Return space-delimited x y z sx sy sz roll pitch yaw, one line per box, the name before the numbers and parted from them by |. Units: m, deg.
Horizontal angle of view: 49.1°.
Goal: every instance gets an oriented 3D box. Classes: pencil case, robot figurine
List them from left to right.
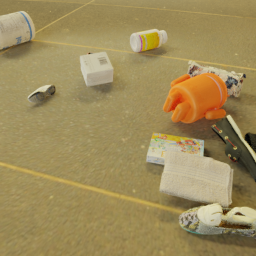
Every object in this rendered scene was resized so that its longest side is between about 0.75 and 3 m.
robot figurine | 2.917 -1.260 11.713 2.981 1.738 2.144 -26 25 -26
pencil case | 4.150 -2.437 13.513 2.744 1.227 1.067 23 45 26

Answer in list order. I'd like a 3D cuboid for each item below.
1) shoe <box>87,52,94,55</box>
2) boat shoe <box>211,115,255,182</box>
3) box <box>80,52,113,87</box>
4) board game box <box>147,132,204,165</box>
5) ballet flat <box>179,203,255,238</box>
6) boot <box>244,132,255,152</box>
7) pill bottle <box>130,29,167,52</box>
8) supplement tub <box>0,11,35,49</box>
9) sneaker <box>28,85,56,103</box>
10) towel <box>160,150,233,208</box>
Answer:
shoe | -1.603 -3.542 15.203 1.704 0.775 0.609 30 48 31
boat shoe | 3.901 0.816 9.855 0.901 1.052 2.877 -32 49 14
box | -1.588 -2.983 14.163 1.393 0.911 1.386 -14 57 -14
board game box | 1.749 0.830 10.213 1.935 0.331 1.301 9 40 10
ballet flat | 2.707 2.481 7.801 2.513 0.904 0.904 4 40 6
boot | 4.994 0.284 10.673 1.189 0.598 1.590 1 40 1
pill bottle | 1.304 -5.414 17.218 2.175 1.134 1.134 -18 43 -21
supplement tub | -7.439 -6.067 17.449 2.781 1.835 1.835 -33 49 -33
sneaker | -4.103 -1.600 13.141 0.649 0.555 1.489 12 33 32
towel | 2.162 1.578 8.772 2.213 0.382 1.466 13 59 5
